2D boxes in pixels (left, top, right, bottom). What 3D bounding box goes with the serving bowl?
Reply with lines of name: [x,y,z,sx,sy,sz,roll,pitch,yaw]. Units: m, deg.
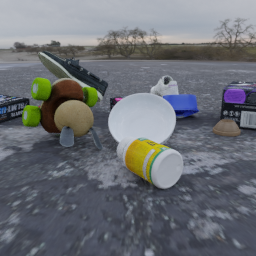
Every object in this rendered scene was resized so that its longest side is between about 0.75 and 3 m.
serving bowl: [0.398,-0.091,7.799,1.834,0.603,1.834,-4,57,6]

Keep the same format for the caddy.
caddy: [1.951,-0.793,10.825,1.568,0.823,1.108,0,-6,3]

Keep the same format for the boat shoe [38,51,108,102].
boat shoe: [-2.006,-2.164,10.697,2.865,0.950,1.071,33,-19,0]

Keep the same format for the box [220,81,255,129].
box: [4.346,-0.909,10.239,1.514,1.313,2.476,9,19,26]

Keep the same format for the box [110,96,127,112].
box: [0.025,-0.742,10.652,0.869,0.754,1.315,-12,20,-36]

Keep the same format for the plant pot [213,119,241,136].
plant pot: [3.172,-0.041,8.999,0.854,0.394,0.854,-1,16,0]

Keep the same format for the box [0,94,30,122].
box: [-5.862,-0.722,10.666,2.934,0.734,2.956,7,19,23]

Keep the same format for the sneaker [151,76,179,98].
sneaker: [1.826,-1.910,13.564,0.998,1.328,2.667,-5,16,-14]

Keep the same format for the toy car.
toy car: [-1.632,-0.142,7.942,1.904,1.829,2.318,5,35,-39]

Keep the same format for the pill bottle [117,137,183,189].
pill bottle: [0.401,0.653,5.970,0.808,0.808,1.432,-12,20,-34]
